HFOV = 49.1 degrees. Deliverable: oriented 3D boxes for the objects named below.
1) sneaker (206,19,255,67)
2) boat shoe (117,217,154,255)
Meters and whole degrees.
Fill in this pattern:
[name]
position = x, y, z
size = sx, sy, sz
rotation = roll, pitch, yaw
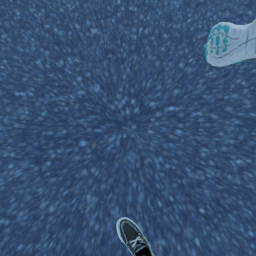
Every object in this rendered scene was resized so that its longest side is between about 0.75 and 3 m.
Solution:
[sneaker]
position = 2.782, -1.814, 6.145
size = 1.222, 2.678, 1.039
rotation = 3, 101, -22
[boat shoe]
position = 0.199, 2.179, 5.219
size = 0.417, 0.375, 1.179
rotation = -30, 71, -20
